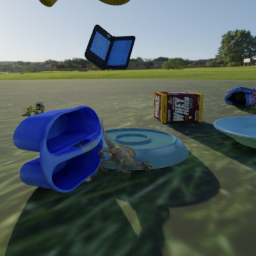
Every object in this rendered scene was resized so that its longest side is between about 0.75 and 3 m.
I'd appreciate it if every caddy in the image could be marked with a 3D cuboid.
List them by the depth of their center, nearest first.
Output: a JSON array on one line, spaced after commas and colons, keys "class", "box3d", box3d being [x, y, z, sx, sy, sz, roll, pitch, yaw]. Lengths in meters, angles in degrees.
[{"class": "caddy", "box3d": [-0.852, 0.256, 3.979, 0.799, 1.076, 1.522, 0, 14, 22]}]

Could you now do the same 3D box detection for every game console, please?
[{"class": "game console", "box3d": [-0.413, -1.930, 6.604, 0.884, 1.036, 0.613, 30, -29, -33]}]

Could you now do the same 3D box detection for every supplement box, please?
[{"class": "supplement box", "box3d": [1.576, -0.703, 9.046, 1.288, 0.855, 1.270, -1, 12, -7]}]

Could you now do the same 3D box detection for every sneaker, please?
[{"class": "sneaker", "box3d": [5.288, -1.194, 11.517, 2.796, 1.053, 1.097, -1, 15, 42]}]

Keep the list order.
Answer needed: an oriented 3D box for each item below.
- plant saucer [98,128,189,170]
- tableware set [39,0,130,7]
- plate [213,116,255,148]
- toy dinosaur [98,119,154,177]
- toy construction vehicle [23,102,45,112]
[{"class": "plant saucer", "box3d": [0.076, 0.318, 5.590, 2.229, 0.305, 2.229, 0, 11, 0]}, {"class": "tableware set", "box3d": [-0.730, -2.517, 4.064, 2.757, 0.423, 1.857, -2, -31, 48]}, {"class": "plate", "box3d": [3.457, 0.134, 6.267, 2.998, 0.383, 2.998, 0, 13, 0]}, {"class": "toy dinosaur", "box3d": [-0.192, 0.412, 4.514, 1.240, 0.361, 0.627, 38, 45, 23]}, {"class": "toy construction vehicle", "box3d": [-3.579, -0.745, 10.851, 0.807, 0.284, 0.703, -3, 23, -3]}]
